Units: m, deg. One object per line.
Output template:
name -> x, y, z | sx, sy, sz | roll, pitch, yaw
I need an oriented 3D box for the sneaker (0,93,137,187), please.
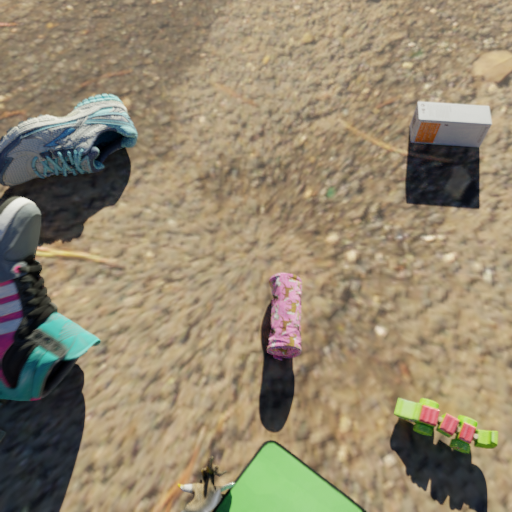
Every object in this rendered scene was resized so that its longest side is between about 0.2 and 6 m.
sneaker -> -3.576, -2.045, 10.627 | 2.851, 1.106, 1.231 | -33, 69, -17

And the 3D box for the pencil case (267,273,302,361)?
pencil case -> 0.469, 0.988, 9.213 | 0.573, 0.598, 1.383 | -4, 61, 11

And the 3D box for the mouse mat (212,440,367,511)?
mouse mat -> 0.213, 4.028, 7.764 | 1.916, 0.090, 2.382 | 33, 65, 22

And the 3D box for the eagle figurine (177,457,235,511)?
eagle figurine -> -0.797, 3.402, 7.829 | 0.726, 0.730, 0.962 | -8, 43, 27

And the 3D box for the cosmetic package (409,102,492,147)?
cosmetic package -> 3.838, -2.605, 11.137 | 1.400, 0.710, 0.499 | 4, 61, 3

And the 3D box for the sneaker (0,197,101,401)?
sneaker -> -3.245, 0.834, 8.446 | 1.898, 1.315, 3.144 | 16, 99, 4

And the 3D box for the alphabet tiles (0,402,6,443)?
alphabet tiles -> -4.876, 2.942, 8.447 | 1.717, 0.065, 2.063 | 22, 63, 11

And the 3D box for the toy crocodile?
toy crocodile -> 2.828, 2.525, 8.397 | 1.502, 0.464, 0.507 | 21, 69, 16
